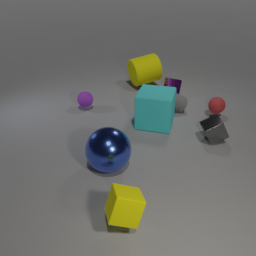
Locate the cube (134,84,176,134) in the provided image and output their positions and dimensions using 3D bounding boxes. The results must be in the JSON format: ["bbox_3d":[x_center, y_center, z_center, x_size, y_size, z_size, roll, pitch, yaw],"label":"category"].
[{"bbox_3d":[1.088,-0.784,11.072,1.400,1.400,1.400,7,31,13],"label":"cube"}]

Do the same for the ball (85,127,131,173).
[{"bbox_3d":[-0.598,0.663,8.533,1.400,1.400,1.400,0,30,0],"label":"ball"}]

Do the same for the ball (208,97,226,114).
[{"bbox_3d":[3.730,-0.957,11.757,0.700,0.700,0.700,0,30,0],"label":"ball"}]

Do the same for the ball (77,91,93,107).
[{"bbox_3d":[-1.885,-1.270,12.356,0.700,0.700,0.700,0,30,0],"label":"ball"}]

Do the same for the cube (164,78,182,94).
[{"bbox_3d":[2.168,-2.068,13.751,0.700,0.700,0.700,8,12,-5],"label":"cube"}]

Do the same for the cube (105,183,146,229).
[{"bbox_3d":[-0.080,1.789,6.473,0.700,0.700,0.700,14,13,-16],"label":"cube"}]

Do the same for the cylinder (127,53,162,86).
[{"bbox_3d":[0.864,-3.022,14.566,1.400,1.400,1.400,-18,33,-14],"label":"cylinder"}]

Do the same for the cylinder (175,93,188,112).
[{"bbox_3d":[2.104,-1.118,12.157,0.700,0.700,0.700,19,24,-20],"label":"cylinder"}]

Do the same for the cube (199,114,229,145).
[{"bbox_3d":[3.093,0.056,10.071,0.700,0.700,0.700,-26,28,11],"label":"cube"}]
